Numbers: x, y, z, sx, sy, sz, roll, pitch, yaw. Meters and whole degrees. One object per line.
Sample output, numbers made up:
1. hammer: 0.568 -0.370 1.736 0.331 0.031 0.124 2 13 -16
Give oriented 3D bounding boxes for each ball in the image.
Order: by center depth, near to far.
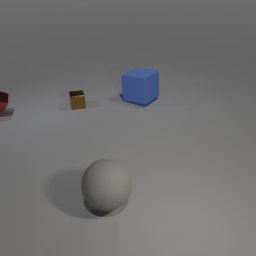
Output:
1. ball: -0.581 1.535 7.660 1.400 1.400 1.400 0 31 0

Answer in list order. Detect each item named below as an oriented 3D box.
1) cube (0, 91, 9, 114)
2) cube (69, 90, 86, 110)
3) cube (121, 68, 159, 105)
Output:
1. cube: -5.871 -1.194 12.630 0.700 0.700 0.700 18 43 -37
2. cube: -2.495 -1.384 13.767 0.700 0.700 0.700 -8 32 -14
3. cube: 0.643 -2.155 14.227 1.400 1.400 1.400 14 32 32
